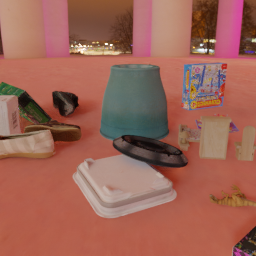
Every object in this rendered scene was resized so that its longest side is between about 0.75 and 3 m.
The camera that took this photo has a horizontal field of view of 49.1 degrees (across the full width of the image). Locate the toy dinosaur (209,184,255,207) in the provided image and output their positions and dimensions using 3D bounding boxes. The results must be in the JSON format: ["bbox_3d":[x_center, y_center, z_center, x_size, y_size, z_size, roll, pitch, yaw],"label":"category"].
[{"bbox_3d":[2.191,1.431,5.478,1.125,0.340,0.597,-2,29,27],"label":"toy dinosaur"}]

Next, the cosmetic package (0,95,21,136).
[{"bbox_3d":[-4.829,-0.247,8.747,2.542,1.434,1.031,1,18,-4],"label":"cosmetic package"}]

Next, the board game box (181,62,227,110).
[{"bbox_3d":[3.530,-1.950,12.977,2.073,2.029,0.579,-9,20,-24],"label":"board game box"}]

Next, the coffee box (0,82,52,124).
[{"bbox_3d":[-4.067,-0.906,10.687,2.534,1.558,0.557,21,65,46],"label":"coffee box"}]

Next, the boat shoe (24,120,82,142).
[{"bbox_3d":[-2.344,0.065,8.855,1.731,0.625,0.623,0,33,-10],"label":"boat shoe"}]

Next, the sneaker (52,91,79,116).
[{"bbox_3d":[-2.649,-1.219,12.400,1.074,1.021,2.709,-6,19,-23],"label":"sneaker"}]

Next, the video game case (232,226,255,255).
[{"bbox_3d":[2.597,1.870,4.007,1.465,0.289,1.616,-16,24,-40],"label":"video game case"}]

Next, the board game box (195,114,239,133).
[{"bbox_3d":[3.318,-0.274,10.532,1.445,0.356,1.828,3,18,8],"label":"board game box"}]

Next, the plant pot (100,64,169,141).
[{"bbox_3d":[0.223,-0.967,9.522,2.447,2.300,2.447,0,19,0],"label":"plant pot"}]

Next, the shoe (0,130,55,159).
[{"bbox_3d":[-3.399,0.427,7.749,2.715,0.725,0.949,-1,18,-3],"label":"shoe"}]

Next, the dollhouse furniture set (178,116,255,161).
[{"bbox_3d":[2.588,-0.046,8.535,2.017,1.155,2.365,3,18,8],"label":"dollhouse furniture set"}]

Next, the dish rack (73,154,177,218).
[{"bbox_3d":[-0.135,1.079,6.228,1.823,0.463,2.125,-8,21,-25],"label":"dish rack"}]

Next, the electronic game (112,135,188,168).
[{"bbox_3d":[0.571,0.602,7.261,1.997,0.415,1.997,13,9,-2],"label":"electronic game"}]
